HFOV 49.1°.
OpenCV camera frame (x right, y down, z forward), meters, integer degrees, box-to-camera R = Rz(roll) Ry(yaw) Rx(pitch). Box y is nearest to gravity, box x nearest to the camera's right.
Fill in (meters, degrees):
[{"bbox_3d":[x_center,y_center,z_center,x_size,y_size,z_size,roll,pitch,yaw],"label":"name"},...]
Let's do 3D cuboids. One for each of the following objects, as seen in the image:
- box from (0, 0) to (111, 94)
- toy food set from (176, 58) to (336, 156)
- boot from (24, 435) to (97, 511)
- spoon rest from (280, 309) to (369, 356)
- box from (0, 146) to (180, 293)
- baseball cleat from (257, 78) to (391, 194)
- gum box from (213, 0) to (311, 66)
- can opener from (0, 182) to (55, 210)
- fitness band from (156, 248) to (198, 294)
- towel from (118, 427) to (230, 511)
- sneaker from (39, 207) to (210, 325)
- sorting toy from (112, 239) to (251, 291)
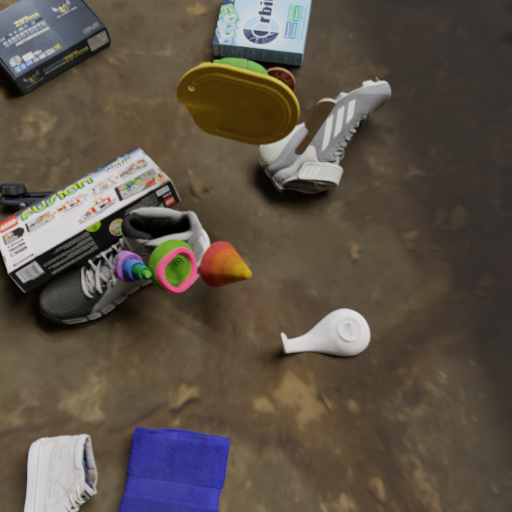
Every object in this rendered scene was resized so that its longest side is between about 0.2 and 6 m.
[{"bbox_3d":[-4.710,-4.910,12.434,2.335,0.596,1.842,-35,72,-13],"label":"box"},{"bbox_3d":[-0.045,-2.710,9.598,2.537,1.492,0.829,14,55,-7],"label":"toy food set"},{"bbox_3d":[-3.052,3.904,8.887,0.990,0.762,2.071,-10,68,3],"label":"boot"},{"bbox_3d":[1.227,1.449,10.075,1.743,0.528,0.866,-8,69,-17],"label":"spoon rest"},{"bbox_3d":[-3.176,-0.783,10.432,3.180,0.552,1.750,-32,43,-11],"label":"box"},{"bbox_3d":[1.597,-2.272,11.292,3.079,1.074,1.639,-30,78,-1],"label":"baseball cleat"},{"bbox_3d":[0.158,-5.194,12.632,1.997,0.445,1.697,8,69,3],"label":"gum box"},{"bbox_3d":[-4.393,-1.132,11.071,1.343,0.528,0.426,5,60,-8],"label":"can opener"},{"bbox_3d":[-1.207,0.227,8.661,0.587,0.153,0.817,55,44,-14],"label":"fitness band"},{"bbox_3d":[-1.355,3.968,9.041,1.643,0.551,2.225,5,69,9],"label":"towel"},{"bbox_3d":[-2.449,-0.023,9.813,3.308,1.911,1.241,-26,71,-10],"label":"sneaker"},{"bbox_3d":[-1.016,0.229,9.066,0.863,2.507,0.869,17,101,45],"label":"sorting toy"}]
